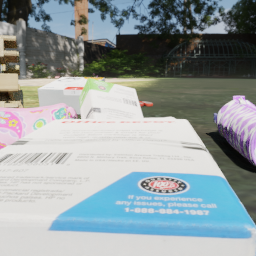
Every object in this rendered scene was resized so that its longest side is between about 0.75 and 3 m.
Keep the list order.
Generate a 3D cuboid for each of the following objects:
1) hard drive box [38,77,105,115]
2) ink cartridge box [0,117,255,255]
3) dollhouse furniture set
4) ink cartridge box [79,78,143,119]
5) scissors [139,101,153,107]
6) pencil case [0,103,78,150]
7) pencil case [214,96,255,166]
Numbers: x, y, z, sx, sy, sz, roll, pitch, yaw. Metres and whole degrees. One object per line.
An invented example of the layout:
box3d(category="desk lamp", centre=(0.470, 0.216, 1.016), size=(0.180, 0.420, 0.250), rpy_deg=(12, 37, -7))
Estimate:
box3d(category="hard drive box", centre=(-2.319, -1.479, 12.346), size=(2.179, 1.074, 2.796), rpy_deg=(2, 20, 7))
box3d(category="ink cartridge box", centre=(-0.239, 0.703, 2.892), size=(2.044, 1.180, 2.799), rpy_deg=(0, 12, 5))
box3d(category="dollhouse furniture set", centre=(-3.936, -0.890, 7.779), size=(1.805, 2.382, 2.717), rpy_deg=(-3, -14, -18))
box3d(category="ink cartridge box", centre=(-0.308, -0.156, 5.684), size=(1.144, 0.660, 1.572), rpy_deg=(10, 47, -27))
box3d(category="scissors", centre=(0.411, -1.339, 14.709), size=(0.952, 0.181, 2.603), rpy_deg=(-7, 13, -20))
box3d(category="pencil case", centre=(-2.491, 0.068, 5.824), size=(2.838, 1.241, 1.241), rpy_deg=(1, 12, 1))
box3d(category="pencil case", centre=(2.769, 0.018, 6.068), size=(1.166, 1.188, 2.779), rpy_deg=(8, 14, 1))
